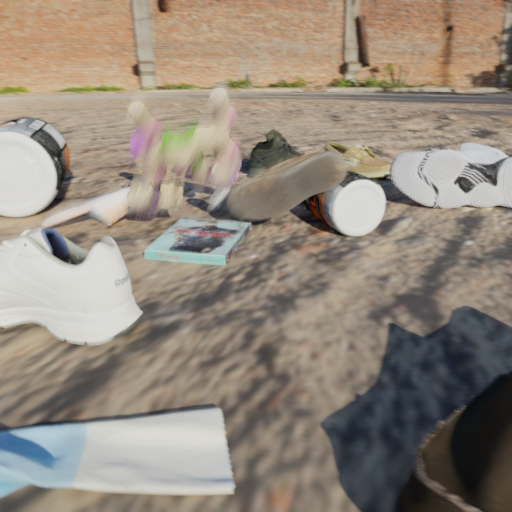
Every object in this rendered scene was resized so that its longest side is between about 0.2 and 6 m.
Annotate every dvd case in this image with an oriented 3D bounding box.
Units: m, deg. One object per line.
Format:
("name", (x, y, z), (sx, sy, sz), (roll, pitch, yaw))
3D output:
("dvd case", (-0.961, -0.293, 9.829), (1.399, 0.211, 1.917), (4, 20, 12))

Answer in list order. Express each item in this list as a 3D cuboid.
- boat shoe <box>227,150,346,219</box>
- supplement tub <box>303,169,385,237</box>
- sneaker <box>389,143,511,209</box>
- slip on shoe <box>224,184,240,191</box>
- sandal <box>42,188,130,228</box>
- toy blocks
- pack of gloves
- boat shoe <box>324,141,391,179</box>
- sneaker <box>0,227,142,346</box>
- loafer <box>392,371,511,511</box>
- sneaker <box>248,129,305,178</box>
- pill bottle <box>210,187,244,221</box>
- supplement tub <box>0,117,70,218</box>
("boat shoe", (0.537, -1.308, 10.145), (2.199, 0.833, 0.789), (-17, 25, 7))
("supplement tub", (1.585, -1.133, 10.793), (1.125, 1.125, 1.836), (-6, 20, -16))
("sneaker", (4.522, -1.849, 12.669), (3.356, 1.261, 1.929), (4, 19, -3))
("slip on shoe", (0.654, -1.673, 12.638), (2.852, 0.864, 1.084), (-4, 20, -10))
("sandal", (-3.027, -0.786, 10.661), (1.953, 0.560, 0.748), (-24, 11, -14))
("toy blocks", (-1.305, -1.740, 10.928), (2.075, 2.220, 1.869), (-7, -19, 4))
("pack of gloves", (-1.595, 1.735, 3.733), (3.010, 0.594, 2.528), (-4, 19, -9))
("boat shoe", (2.726, -2.672, 15.438), (0.916, 0.822, 2.476), (-16, 26, -38))
("sneaker", (-2.828, 0.240, 6.810), (2.967, 1.292, 1.105), (2, 21, 8))
("loafer", (2.320, 1.159, 4.296), (3.529, 1.259, 1.288), (-17, 26, -39))
("sneaker", (0.921, -2.656, 14.810), (2.224, 1.274, 0.850), (5, 22, 6))
("pill bottle", (-0.502, -1.035, 11.055), (0.749, 0.423, 0.423), (29, 24, 3))
("supplement tub", (-5.112, -2.060, 12.322), (1.819, 1.819, 2.968), (-4, 20, -12))
